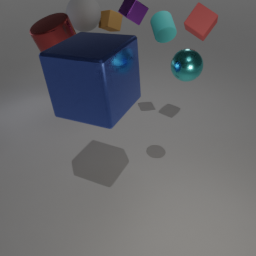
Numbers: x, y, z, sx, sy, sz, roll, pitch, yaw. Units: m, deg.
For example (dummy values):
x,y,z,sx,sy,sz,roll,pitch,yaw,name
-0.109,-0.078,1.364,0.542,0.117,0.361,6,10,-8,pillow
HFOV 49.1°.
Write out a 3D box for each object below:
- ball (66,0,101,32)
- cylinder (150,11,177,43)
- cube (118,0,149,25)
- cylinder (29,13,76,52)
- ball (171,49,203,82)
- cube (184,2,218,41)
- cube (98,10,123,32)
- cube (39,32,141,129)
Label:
x,y,z,sx,sy,sz,roll,pitch,yaw,name
-1.802,-4.642,11.372,1.400,1.400,1.400,0,34,0,ball
1.119,-3.197,8.876,0.700,0.700,0.700,-7,65,-10,cylinder
0.195,-4.408,10.471,0.700,0.700,0.700,14,27,-42,cube
-2.443,-3.011,9.728,1.400,1.400,1.400,-12,44,12,cylinder
1.278,-1.361,6.090,0.700,0.700,0.700,0,34,0,ball
2.162,-3.129,8.307,0.700,0.700,0.700,38,13,9,cube
-0.752,-4.580,12.002,0.700,0.700,0.700,3,10,-43,cube
-0.676,-1.028,5.701,1.400,1.400,1.400,12,38,24,cube
